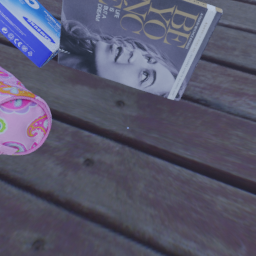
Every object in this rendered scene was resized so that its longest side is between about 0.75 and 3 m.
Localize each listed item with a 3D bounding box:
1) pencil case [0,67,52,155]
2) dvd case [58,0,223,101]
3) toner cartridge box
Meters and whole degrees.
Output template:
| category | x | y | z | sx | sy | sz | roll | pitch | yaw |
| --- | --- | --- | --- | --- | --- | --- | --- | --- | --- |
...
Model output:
| category | x | y | z | sx | sy | sz | roll | pitch | yaw |
| --- | --- | --- | --- | --- | --- | --- | --- | --- | --- |
| pencil case | -2.065 | -0.421 | 4.381 | 0.996 | 0.996 | 2.278 | -35 | 43 | -23 |
| dvd case | 0.063 | -1.786 | 5.678 | 2.902 | 2.158 | 0.232 | 16 | 45 | -4 |
| toner cartridge box | -2.805 | -2.908 | 6.720 | 2.940 | 0.635 | 1.396 | 43 | 31 | -17 |
